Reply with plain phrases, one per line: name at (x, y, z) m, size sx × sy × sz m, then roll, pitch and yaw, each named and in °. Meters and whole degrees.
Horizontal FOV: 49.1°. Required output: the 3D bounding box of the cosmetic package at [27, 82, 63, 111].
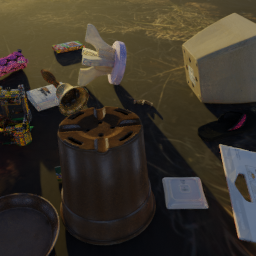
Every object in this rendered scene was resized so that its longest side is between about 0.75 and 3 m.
cosmetic package at (-3.056, -1.266, 11.038) m, size 1.492 × 0.385 × 1.125 m, roll -23°, pitch 44°, yaw -29°

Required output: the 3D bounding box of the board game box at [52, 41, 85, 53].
board game box at (-3.338, -4.617, 15.881) m, size 1.732 × 0.260 × 0.827 m, roll -18°, pitch 40°, yaw -28°

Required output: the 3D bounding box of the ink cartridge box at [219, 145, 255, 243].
ink cartridge box at (3.394, 1.696, 6.383) m, size 2.511 × 0.637 × 2.850 m, roll 11°, pitch 37°, yaw 2°

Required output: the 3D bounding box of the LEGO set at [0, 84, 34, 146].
LEGO set at (-4.310, -0.464, 8.875) m, size 2.703 × 1.566 × 2.079 m, roll -1°, pitch 36°, yaw -1°

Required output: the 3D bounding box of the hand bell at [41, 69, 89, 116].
hand bell at (-1.969, -1.206, 7.880) m, size 0.910 × 0.910 × 1.748 m, roll -26°, pitch 53°, yaw -32°

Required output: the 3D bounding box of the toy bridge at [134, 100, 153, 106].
toy bridge at (0.595, -0.996, 10.889) m, size 0.769 × 0.105 × 0.258 m, roll 11°, pitch 34°, yaw 15°

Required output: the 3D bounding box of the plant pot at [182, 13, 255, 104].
plant pot at (3.636, -2.503, 10.990) m, size 2.430 × 2.744 × 2.741 m, roll -16°, pitch 37°, yaw 1°

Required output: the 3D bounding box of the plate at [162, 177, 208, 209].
plate at (1.446, 1.612, 7.180) m, size 1.032 × 0.167 × 1.034 m, roll -1°, pitch 35°, yaw 0°

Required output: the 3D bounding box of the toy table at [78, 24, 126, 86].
toy table at (-1.118, -2.889, 11.743) m, size 1.608 × 2.524 × 2.746 m, roll 8°, pitch 11°, yaw -14°

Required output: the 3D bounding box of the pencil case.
pencil case at (-5.617, -2.744, 12.639) m, size 1.027 × 0.995 × 2.192 m, roll 20°, pitch 42°, yaw 23°

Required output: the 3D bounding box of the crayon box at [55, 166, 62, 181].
crayon box at (-1.523, 1.163, 7.494) m, size 0.788 × 0.495 × 0.203 m, roll -10°, pitch 58°, yaw -14°

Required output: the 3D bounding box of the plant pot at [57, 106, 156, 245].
plant pot at (-0.515, 0.903, 6.233) m, size 2.309 × 2.285 × 2.309 m, roll -1°, pitch 33°, yaw 1°

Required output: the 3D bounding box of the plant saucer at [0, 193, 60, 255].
plant saucer at (-2.549, 2.350, 5.970) m, size 2.199 × 0.379 × 2.199 m, roll -1°, pitch 36°, yaw 1°

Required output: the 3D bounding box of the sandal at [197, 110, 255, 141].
sandal at (3.428, -0.197, 9.376) m, size 2.451 × 0.552 × 0.921 m, roll -18°, pitch 39°, yaw -23°
